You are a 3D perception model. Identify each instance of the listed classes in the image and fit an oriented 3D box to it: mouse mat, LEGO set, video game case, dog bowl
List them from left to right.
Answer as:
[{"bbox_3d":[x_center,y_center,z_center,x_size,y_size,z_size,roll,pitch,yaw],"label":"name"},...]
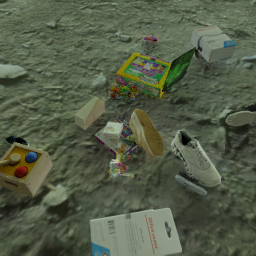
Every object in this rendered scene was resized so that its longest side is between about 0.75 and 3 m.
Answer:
[{"bbox_3d":[-0.313,0.372,11.261,1.559,0.279,1.413,36,59,28],"label":"video game case"},{"bbox_3d":[-0.132,1.239,9.638,0.744,0.920,1.999,4,18,8],"label":"LEGO set"},{"bbox_3d":[2.249,-2.575,12.333,0.078,1.675,2.082,36,47,20],"label":"mouse mat"},{"bbox_3d":[4.246,-3.822,14.746,1.544,0.453,1.544,0,50,0],"label":"dog bowl"}]

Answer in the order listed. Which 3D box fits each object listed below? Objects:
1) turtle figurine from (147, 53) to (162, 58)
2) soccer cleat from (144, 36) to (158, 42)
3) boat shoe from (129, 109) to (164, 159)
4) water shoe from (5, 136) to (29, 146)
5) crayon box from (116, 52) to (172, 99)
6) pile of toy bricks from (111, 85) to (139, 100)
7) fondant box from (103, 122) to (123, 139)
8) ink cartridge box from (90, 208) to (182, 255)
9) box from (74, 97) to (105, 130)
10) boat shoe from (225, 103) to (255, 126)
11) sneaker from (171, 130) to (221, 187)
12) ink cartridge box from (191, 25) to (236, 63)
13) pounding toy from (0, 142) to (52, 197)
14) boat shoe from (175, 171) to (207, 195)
[{"bbox_3d":[1.226,-3.581,14.469,0.851,0.572,1.136,-11,31,-31],"label":"turtle figurine"},{"bbox_3d":[1.317,-5.045,15.922,0.808,0.270,0.309,2,48,-3],"label":"soccer cleat"},{"bbox_3d":[0.641,0.321,10.588,0.853,0.801,2.315,11,40,-31],"label":"boat shoe"},{"bbox_3d":[-4.414,0.468,11.090,1.096,0.433,0.392,16,51,14],"label":"water shoe"},{"bbox_3d":[0.889,-2.609,13.560,2.314,0.675,1.997,21,54,17],"label":"crayon box"},{"bbox_3d":[-0.206,-1.721,12.823,1.300,0.642,0.721,11,50,9],"label":"pile of toy bricks"},{"bbox_3d":[-0.573,0.090,10.928,0.610,0.246,0.846,6,30,8],"label":"fondant box"},{"bbox_3d":[0.188,3.368,8.346,2.482,0.828,1.438,-7,50,-6],"label":"ink cartridge box"},{"bbox_3d":[-1.613,-0.639,11.905,0.535,0.654,1.377,29,57,21],"label":"box"},{"bbox_3d":[5.000,-0.653,11.798,2.249,0.831,0.678,-11,50,-13],"label":"boat shoe"},{"bbox_3d":[2.455,1.076,10.226,0.921,0.994,2.452,-24,55,-21],"label":"sneaker"},{"bbox_3d":[4.318,-4.327,14.351,1.409,0.813,1.943,-15,51,-12],"label":"ink cartridge box"},{"bbox_3d":[-3.930,1.377,9.768,1.776,1.263,1.635,15,51,12],"label":"pounding toy"},{"bbox_3d":[2.252,1.915,9.840,1.210,0.415,0.343,29,69,25],"label":"boat shoe"}]
